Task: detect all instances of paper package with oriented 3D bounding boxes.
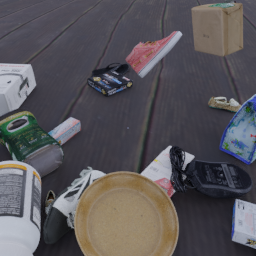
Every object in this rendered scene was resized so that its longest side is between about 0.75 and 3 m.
[{"bbox_3d":[2.882,-3.238,9.167,0.823,1.517,1.591,-22,29,-14],"label":"paper package"}]

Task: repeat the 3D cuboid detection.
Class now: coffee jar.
[{"bbox_3d":[-3.420,0.421,9.419,1.458,1.193,2.796,-30,46,-25],"label":"coffee jar"}]

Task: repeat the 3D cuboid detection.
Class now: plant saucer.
[{"bbox_3d":[-0.041,2.331,6.927,2.562,0.454,2.562,7,55,-10],"label":"plant saucer"}]

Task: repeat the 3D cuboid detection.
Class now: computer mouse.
[{"bbox_3d":[2.360,1.478,8.252,2.509,0.661,1.738,11,39,-5],"label":"computer mouse"}]

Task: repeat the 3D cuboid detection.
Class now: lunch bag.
[{"bbox_3d":[4.331,-0.264,9.426,1.469,2.305,1.960,29,44,34],"label":"lunch bag"}]

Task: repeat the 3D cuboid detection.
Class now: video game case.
[{"bbox_3d":[3.352,2.481,7.023,1.354,0.339,1.493,13,21,18],"label":"video game case"}]

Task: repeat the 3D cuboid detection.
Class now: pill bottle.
[{"bbox_3d":[-2.896,2.198,6.668,1.589,1.589,2.730,-8,36,-10],"label":"pill bottle"}]

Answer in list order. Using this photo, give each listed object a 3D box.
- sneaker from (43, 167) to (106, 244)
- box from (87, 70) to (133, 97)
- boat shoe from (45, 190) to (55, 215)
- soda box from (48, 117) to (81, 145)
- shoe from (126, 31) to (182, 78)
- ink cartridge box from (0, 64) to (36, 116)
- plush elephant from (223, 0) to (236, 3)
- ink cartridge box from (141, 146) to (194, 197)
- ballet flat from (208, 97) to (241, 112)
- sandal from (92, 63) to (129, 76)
[{"bbox_3d":[-1.184,2.031,7.450,1.125,0.942,2.543,13,39,21],"label":"sneaker"},{"bbox_3d":[-0.883,-2.229,13.737,1.620,0.406,1.633,-27,44,-31],"label":"box"},{"bbox_3d":[-2.189,2.131,7.875,0.309,0.283,0.827,-9,37,-12],"label":"boat shoe"},{"bbox_3d":[-2.394,0.173,10.397,0.494,0.459,1.443,21,40,25],"label":"soda box"},{"bbox_3d":[0.742,-2.400,8.423,0.800,1.759,0.628,46,19,-1],"label":"shoe"},{"bbox_3d":[-5.651,-1.763,12.403,2.083,1.176,2.839,2,37,5],"label":"ink cartridge box"},{"bbox_3d":[4.201,-4.849,11.363,0.982,0.809,0.760,-6,-9,44],"label":"plush elephant"},{"bbox_3d":[1.251,1.343,8.703,0.992,0.575,1.704,24,44,30],"label":"ink cartridge box"},{"bbox_3d":[4.245,-1.042,12.014,1.523,0.497,0.537,10,35,13],"label":"ballet flat"},{"bbox_3d":[-0.875,-3.121,14.885,2.115,0.453,0.804,-18,40,-23],"label":"sandal"}]
